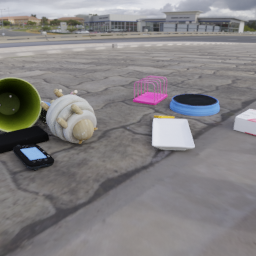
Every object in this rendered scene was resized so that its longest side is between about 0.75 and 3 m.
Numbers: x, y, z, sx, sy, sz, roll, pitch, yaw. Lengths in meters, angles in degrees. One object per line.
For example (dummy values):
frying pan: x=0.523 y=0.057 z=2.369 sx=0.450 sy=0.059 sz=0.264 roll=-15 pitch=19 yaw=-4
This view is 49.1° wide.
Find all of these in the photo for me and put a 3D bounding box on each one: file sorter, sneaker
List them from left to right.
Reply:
sneaker: x=-2.987 y=-0.587 z=11.843 sx=2.199 sy=0.864 sz=0.980 roll=24 pitch=21 yaw=33
file sorter: x=1.218 y=-2.058 z=14.810 sx=1.248 sy=1.126 sz=1.796 roll=11 pitch=25 yaw=26

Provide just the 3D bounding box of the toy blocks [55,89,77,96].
toy blocks: x=-3.002 y=-1.215 z=13.478 sx=1.013 sy=1.084 sz=0.913 roll=-1 pitch=-14 yaw=-34

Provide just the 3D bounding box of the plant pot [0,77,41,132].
plant pot: x=-4.792 y=-0.944 z=11.409 sx=2.056 sy=2.056 sz=2.198 roll=-12 pitch=10 yaw=-27

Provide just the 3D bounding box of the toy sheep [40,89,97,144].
toy sheep: x=-2.092 y=-0.412 z=9.982 sx=1.810 sy=1.810 sz=2.625 roll=-16 pitch=43 yaw=-34

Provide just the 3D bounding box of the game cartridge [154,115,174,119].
game cartridge: x=1.519 y=-0.466 z=11.861 sx=0.672 sy=0.124 sz=0.762 roll=2 pitch=1 yaw=-12

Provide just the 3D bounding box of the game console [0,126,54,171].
game console: x=-3.263 y=0.629 z=9.264 sx=1.722 sy=0.352 sz=2.919 roll=-17 pitch=28 yaw=-35

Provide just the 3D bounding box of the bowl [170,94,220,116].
bowl: x=3.215 y=-1.173 z=13.529 sx=2.353 sy=0.462 sz=2.353 roll=0 pitch=22 yaw=0

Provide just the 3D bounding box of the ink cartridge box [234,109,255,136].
ink cartridge box: x=4.978 y=-0.245 z=11.084 sx=0.995 sy=0.580 sz=1.374 roll=20 pitch=30 yaw=40

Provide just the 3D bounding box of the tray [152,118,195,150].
tray: x=1.602 y=0.222 z=10.342 sx=1.395 sy=0.288 sz=2.598 roll=1 pitch=22 yaw=5
